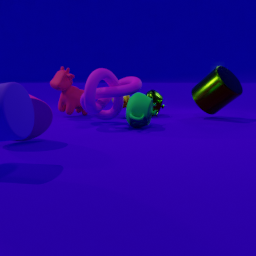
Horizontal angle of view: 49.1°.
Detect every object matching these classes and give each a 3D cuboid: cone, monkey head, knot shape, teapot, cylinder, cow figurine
[{"bbox_3d":[-2.504,-0.567,6.418,1.245,1.245,1.250,-6,45,-30],"label":"cone"},{"bbox_3d":[-0.248,-1.032,10.118,0.654,1.085,0.780,-5,7,-3],"label":"monkey head"},{"bbox_3d":[-0.690,-0.925,8.633,2.064,0.954,1.931,-15,-22,-39],"label":"knot shape"},{"bbox_3d":[0.432,-0.507,8.138,0.807,1.025,1.649,10,24,14],"label":"teapot"},{"bbox_3d":[-2.065,-0.217,4.344,0.878,0.878,0.878,-7,9,10],"label":"cylinder"},{"bbox_3d":[1.000,-0.955,10.788,0.812,1.031,1.658,16,36,-5],"label":"teapot"},{"bbox_3d":[-2.062,-1.342,10.367,0.937,1.679,1.707,21,14,40],"label":"cow figurine"},{"bbox_3d":[3.131,-1.322,9.913,1.263,1.263,1.263,-9,-25,-42],"label":"cylinder"}]
